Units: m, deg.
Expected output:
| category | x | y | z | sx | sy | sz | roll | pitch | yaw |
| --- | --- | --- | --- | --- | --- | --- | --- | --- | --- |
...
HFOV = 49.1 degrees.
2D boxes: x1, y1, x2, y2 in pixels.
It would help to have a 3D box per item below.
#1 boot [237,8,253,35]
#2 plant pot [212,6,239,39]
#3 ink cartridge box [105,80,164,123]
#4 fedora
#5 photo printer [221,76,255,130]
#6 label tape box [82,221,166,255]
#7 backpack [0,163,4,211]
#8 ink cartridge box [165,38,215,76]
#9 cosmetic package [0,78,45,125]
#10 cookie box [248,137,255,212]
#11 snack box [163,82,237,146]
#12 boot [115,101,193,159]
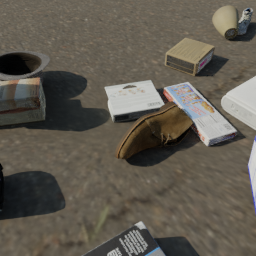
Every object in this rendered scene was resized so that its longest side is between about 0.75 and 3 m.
| category | x | y | z | sx | sy | sz | roll | pitch | yaw |
| --- | --- | --- | --- | --- | --- | --- | --- | --- | --- |
| boot | 5.541 | -5.172 | 13.450 | 0.639 | 0.830 | 1.737 | 19 | 47 | 19 |
| plant pot | 4.588 | -4.729 | 12.873 | 1.188 | 1.188 | 1.269 | 1 | 54 | 1 |
| ink cartridge box | 0.181 | -0.922 | 9.311 | 1.722 | 0.375 | 1.494 | -10 | 44 | -10 |
| fedora | -3.771 | -1.911 | 9.917 | 2.137 | 0.965 | 1.890 | 6 | 44 | 6 |
| photo printer | 4.368 | -0.873 | 8.979 | 2.126 | 0.738 | 1.769 | -28 | 50 | -25 |
| label tape box | -0.323 | 3.095 | 4.750 | 2.568 | 0.813 | 1.852 | -23 | 48 | -23 |
| backpack | -3.373 | 1.226 | 6.478 | 0.995 | 1.173 | 1.321 | -7 | 38 | -12 |
| ink cartridge box | 2.466 | -2.877 | 11.182 | 1.357 | 0.619 | 1.647 | 28 | 50 | 25 |
| cosmetic package | -3.796 | -0.796 | 8.729 | 2.243 | 0.979 | 1.160 | -9 | 44 | -9 |
| cookie box | 3.876 | 1.244 | 5.968 | 2.217 | 0.974 | 2.592 | 13 | 23 | 15 |
| snack box | 2.191 | -0.556 | 8.945 | 0.977 | 0.330 | 2.717 | -16 | 46 | -16 |
| boot | 0.802 | 0.180 | 7.807 | 2.710 | 0.998 | 1.023 | -33 | 63 | -32 |
